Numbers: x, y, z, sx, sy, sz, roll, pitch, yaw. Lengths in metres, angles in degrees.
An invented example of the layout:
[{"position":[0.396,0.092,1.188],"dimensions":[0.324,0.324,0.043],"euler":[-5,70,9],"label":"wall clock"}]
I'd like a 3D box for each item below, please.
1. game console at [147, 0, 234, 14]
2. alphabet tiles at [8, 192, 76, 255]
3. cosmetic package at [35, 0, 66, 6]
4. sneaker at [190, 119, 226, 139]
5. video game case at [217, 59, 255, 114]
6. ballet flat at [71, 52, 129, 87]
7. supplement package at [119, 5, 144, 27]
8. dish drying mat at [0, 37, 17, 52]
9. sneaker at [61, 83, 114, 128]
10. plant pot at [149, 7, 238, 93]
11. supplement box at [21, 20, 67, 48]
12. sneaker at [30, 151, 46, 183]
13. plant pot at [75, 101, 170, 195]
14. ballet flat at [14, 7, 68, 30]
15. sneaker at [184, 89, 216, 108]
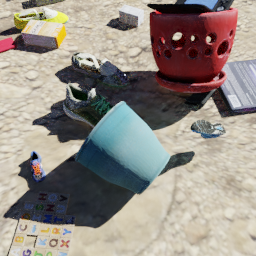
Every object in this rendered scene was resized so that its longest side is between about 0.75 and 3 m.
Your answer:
[{"position":[1.817,-3.649,7.962],"dimensions":[1.883,1.096,1.656],"euler":[22,73,39],"label":"game console"},{"position":[-1.986,2.352,6.816],"dimensions":[1.372,0.062,1.641],"euler":[4,55,3],"label":"alphabet tiles"},{"position":[-3.555,-6.000,12.617],"dimensions":[1.325,0.484,0.686],"euler":[-17,56,-13],"label":"cosmetic package"},{"position":[2.091,0.123,7.486],"dimensions":[1.139,0.512,0.446],"euler":[10,49,-30],"label":"sneaker"},{"position":[4.493,-1.551,9.520],"dimensions":[2.971,0.282,2.122],"euler":[-7,54,-7],"label":"video game case"},{"position":[-1.020,-2.076,9.598],"dimensions":[2.245,0.808,0.808],"euler":[23,57,15],"label":"ballet flat"},{"position":[0.138,-4.668,11.634],"dimensions":[0.908,0.498,0.517],"euler":[24,58,16],"label":"supplement package"},{"position":[-5.137,-3.006,10.656],"dimensions":[1.664,0.151,0.639],"euler":[-25,58,-18],"label":"dish drying mat"},{"position":[-0.907,-0.587,8.273],"dimensions":[2.573,1.140,0.989],"euler":[20,57,14],"label":"sneaker"},{"position":[1.904,-2.445,8.628],"dimensions":[2.534,2.308,2.534],"euler":[-1,28,1],"label":"plant pot"},{"position":[-3.245,-3.671,10.888],"dimensions":[1.435,0.528,0.904],"euler":[9,54,7],"label":"supplement box"},{"position":[-2.493,1.036,7.569],"dimensions":[0.368,0.383,0.976],"euler":[-20,56,-13],"label":"sneaker"},{"position":[-0.020,0.637,6.979],"dimensions":[1.788,1.903,1.903],"euler":[39,62,5],"label":"plant pot"},{"position":[-3.542,-4.497,11.369],"dimensions":[2.180,0.731,0.728],"euler":[-12,55,-9],"label":"ballet flat"},{"position":[2.371,-1.076,9.125],"dimensions":[0.593,0.341,1.137],"euler":[35,65,17],"label":"sneaker"}]
